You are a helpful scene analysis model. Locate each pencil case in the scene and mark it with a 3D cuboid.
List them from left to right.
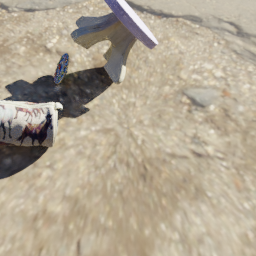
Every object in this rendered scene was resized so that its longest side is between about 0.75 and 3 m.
[{"bbox_3d":[-3.087,-0.206,6.777,2.888,1.292,1.124,4,38,-13],"label":"pencil case"}]

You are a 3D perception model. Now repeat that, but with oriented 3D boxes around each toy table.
[{"bbox_3d":[-0.355,-2.654,8.084,1.570,2.682,2.465,-37,61,18],"label":"toy table"}]

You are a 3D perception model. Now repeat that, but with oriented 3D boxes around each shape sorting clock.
[{"bbox_3d":[-2.055,-1.836,8.617,0.196,0.998,0.998,14,45,-30],"label":"shape sorting clock"}]
